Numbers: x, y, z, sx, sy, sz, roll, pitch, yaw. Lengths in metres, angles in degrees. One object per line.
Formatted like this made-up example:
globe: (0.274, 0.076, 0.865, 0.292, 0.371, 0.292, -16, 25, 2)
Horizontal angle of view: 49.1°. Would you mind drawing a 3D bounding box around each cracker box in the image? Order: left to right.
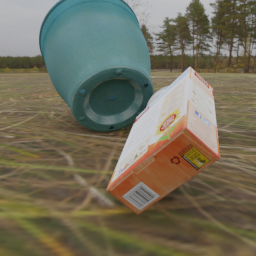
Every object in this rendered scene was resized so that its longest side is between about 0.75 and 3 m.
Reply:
cracker box: (0.495, 0.056, 3.545, 0.515, 1.196, 1.786, 40, 31, -11)

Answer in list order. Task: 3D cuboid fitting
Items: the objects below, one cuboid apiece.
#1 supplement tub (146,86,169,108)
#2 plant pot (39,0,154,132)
supplement tub: (1.290, -0.430, 6.487, 1.259, 1.259, 2.055, 5, 14, 22)
plant pot: (-0.666, -1.524, 7.173, 2.921, 2.921, 2.745, -5, 46, -19)
